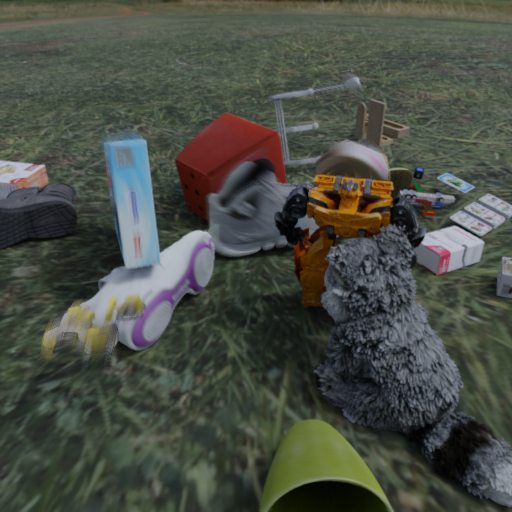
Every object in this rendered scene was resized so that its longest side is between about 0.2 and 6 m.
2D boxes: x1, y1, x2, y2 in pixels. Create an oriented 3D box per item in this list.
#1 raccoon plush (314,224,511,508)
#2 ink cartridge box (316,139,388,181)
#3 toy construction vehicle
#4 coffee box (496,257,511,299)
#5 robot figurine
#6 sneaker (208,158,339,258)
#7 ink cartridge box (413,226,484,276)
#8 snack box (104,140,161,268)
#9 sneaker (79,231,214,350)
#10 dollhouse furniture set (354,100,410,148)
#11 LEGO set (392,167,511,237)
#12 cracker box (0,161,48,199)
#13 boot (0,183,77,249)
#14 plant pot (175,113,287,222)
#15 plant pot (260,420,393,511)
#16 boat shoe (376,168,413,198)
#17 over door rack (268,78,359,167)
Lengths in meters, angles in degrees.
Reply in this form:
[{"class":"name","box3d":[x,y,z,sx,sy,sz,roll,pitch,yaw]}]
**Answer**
[{"class":"raccoon plush","box3d":[2.226,1.111,7.248,3.540,2.372,1.713,24,38,36]},{"class":"ink cartridge box","box3d":[2.075,-1.939,12.122,1.216,1.002,0.457,16,63,-30]},{"class":"toy construction vehicle","box3d":[-2.155,0.849,7.492,1.148,0.404,1.000,-6,28,4]},{"class":"coffee box","box3d":[5.105,0.483,10.211,1.263,0.503,0.722,11,32,18]},{"class":"robot figurine","box3d":[1.433,-0.134,8.786,2.191,3.023,0.880,8,52,13]},{"class":"sneaker","box3d":[0.659,-1.141,11.041,3.409,1.969,1.279,-16,50,-9]},{"class":"ink cartridge box","box3d":[3.821,-0.124,11.270,1.166,0.492,0.844,-14,33,-23]},{"class":"snack box","box3d":[-2.312,-1.090,10.156,0.624,1.953,3.362,-8,13,-15]},{"class":"sneaker","box3d":[-1.806,0.330,9.826,1.541,1.158,3.094,13,32,21]},{"class":"dollhouse furniture set","box3d":[4.060,-4.479,17.941,1.655,1.349,1.574,-18,35,-28]},{"class":"LEGO set","box3d":[4.606,-1.265,13.455,1.958,0.643,2.620,-27,51,-38]},{"class":"cracker box","box3d":[-6.552,-1.948,14.359,1.924,0.555,1.289,7,31,11]},{"class":"boot","box3d":[-5.496,-0.938,12.435,2.939,1.026,1.935,-3,24,-23]},{"class":"plant pot","box3d":[-0.655,-1.811,12.917,1.809,2.053,2.051,-32,41,-25]},{"class":"plant pot","box3d":[0.677,2.511,6.114,1.377,1.377,1.472,0,17,-1]},{"class":"boat shoe","box3d":[2.753,-1.787,13.805,2.369,0.846,0.779,-18,39,-20]},{"class":"over door rack","box3d":[1.707,-3.464,14.903,2.730,2.017,0.909,0,16,37]}]
